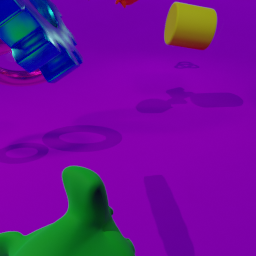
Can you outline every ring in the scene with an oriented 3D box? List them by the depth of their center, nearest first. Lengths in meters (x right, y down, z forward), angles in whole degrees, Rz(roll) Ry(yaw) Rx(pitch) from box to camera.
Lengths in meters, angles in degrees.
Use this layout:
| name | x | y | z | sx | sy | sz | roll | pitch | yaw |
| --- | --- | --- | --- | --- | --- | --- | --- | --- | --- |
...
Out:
| name | x | y | z | sx | sy | sz | roll | pitch | yaw |
| --- | --- | --- | --- | --- | --- | --- | --- | --- | --- |
| ring | -2.211 | -1.387 | 5.872 | 1.819 | 1.819 | 0.364 | -9 | 74 | -15 |

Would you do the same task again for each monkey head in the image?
| name | x | y | z | sx | sy | sz | roll | pitch | yaw |
| --- | --- | --- | --- | --- | --- | --- | --- | --- | --- |
| monkey head | -0.449 | 0.892 | 1.949 | 1.510 | 1.086 | 0.910 | 15 | 33 | 44 |

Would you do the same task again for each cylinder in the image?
| name | x | y | z | sx | sy | sz | roll | pitch | yaw |
| --- | --- | --- | --- | --- | --- | --- | --- | --- | --- |
| cylinder | 1.687 | -2.779 | 7.707 | 1.107 | 1.107 | 1.107 | 6 | 29 | -10 |

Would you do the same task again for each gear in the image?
| name | x | y | z | sx | sy | sz | roll | pitch | yaw |
| --- | --- | --- | --- | --- | --- | --- | --- | --- | --- |
| gear | -1.160 | -1.365 | 2.851 | 0.349 | 1.889 | 1.889 | -31 | 30 | 8 |

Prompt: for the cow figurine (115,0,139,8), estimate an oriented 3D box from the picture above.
| name | x | y | z | sx | sy | sz | roll | pitch | yaw |
| --- | --- | --- | --- | --- | --- | --- | --- | --- | --- |
| cow figurine | -0.029 | -3.596 | 7.450 | 1.248 | 0.696 | 1.268 | -40 | 10 | -14 |
